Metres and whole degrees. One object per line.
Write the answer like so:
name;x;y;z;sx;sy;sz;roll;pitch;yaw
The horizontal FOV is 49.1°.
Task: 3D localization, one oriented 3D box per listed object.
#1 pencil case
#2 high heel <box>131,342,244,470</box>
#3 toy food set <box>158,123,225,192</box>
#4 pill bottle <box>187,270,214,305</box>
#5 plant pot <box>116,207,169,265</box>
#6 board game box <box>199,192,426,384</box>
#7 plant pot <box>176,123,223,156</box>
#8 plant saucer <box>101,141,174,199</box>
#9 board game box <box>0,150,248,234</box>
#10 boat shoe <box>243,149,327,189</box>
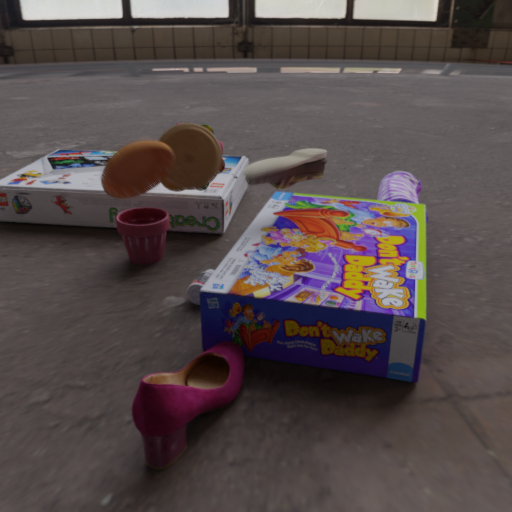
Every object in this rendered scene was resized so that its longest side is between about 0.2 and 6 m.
pencil case;3.110;-1.130;12.047;1.009;0.991;2.360;-17;20;18
high heel;-0.668;1.354;6.550;0.755;1.077;2.239;7;26;15
toy food set;-1.316;-1.940;11.099;1.355;1.369;0.333;-6;20;0
pill bottle;-0.849;0.493;9.272;0.386;0.386;0.697;7;24;14
plant pot;-2.097;-0.349;10.519;0.980;0.877;0.980;0;24;0
board game box;1.226;0.174;9.238;2.964;0.987;4.408;6;25;14
plant pot;-1.660;-2.808;15.440;1.326;1.482;1.482;9;22;-17
plant saucer;-1.978;-1.453;9.249;1.278;1.278;0.239;-18;65;-34
board game box;-2.988;-1.647;13.304;5.220;0.903;3.296;4;25;8
boat shoe;0.545;-1.480;9.928;1.831;0.545;0.658;-22;30;-37
